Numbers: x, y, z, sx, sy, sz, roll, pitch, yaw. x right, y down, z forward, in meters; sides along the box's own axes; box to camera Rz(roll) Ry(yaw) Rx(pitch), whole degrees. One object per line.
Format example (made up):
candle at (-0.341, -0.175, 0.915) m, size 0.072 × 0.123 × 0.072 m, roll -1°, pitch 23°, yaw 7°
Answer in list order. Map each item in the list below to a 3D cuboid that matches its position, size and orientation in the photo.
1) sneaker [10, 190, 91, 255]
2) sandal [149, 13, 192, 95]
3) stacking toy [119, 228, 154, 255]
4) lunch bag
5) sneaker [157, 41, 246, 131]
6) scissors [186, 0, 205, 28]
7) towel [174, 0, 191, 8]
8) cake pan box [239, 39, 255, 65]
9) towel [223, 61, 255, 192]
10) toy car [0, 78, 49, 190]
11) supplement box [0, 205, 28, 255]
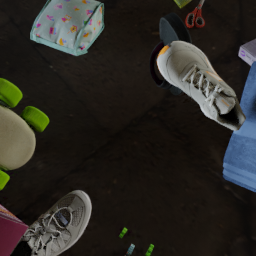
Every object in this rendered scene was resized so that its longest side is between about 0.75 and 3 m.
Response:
sneaker at (-2.025, 2.740, 6.855) m, size 1.084 × 1.190 × 2.902 m, roll 39°, pitch 74°, yaw 13°
sandal at (0.821, -1.454, 6.239) m, size 0.661 × 2.761 × 1.038 m, roll -30°, pitch 72°, yaw -1°
stacking toy at (-0.030, 3.311, 7.156) m, size 0.914 × 0.285 × 1.212 m, roll 31°, pitch 70°, yaw 9°
lunch bag at (-1.945, -3.310, 9.135) m, size 1.744 × 1.248 × 2.047 m, roll 23°, pitch 65°, yaw 7°
sneaker at (1.408, -0.711, 4.908) m, size 2.090 × 0.961 × 0.791 m, roll 34°, pitch 105°, yaw -28°
scissors at (2.501, -4.345, 10.107) m, size 0.667 × 0.127 × 1.824 m, roll 10°, pitch 71°, yaw 6°
towel at (2.278, -5.542, 10.505) m, size 2.243 × 0.255 × 1.611 m, roll -39°, pitch 75°, yaw -13°
cake pan box at (4.811, -2.357, 8.961) m, size 1.728 × 0.491 × 1.877 m, roll -28°, pitch 57°, yaw -13°
towel at (2.870, -0.010, 5.676) m, size 0.654 × 1.504 × 2.693 m, roll 7°, pitch 99°, yaw -32°
toy car at (-4.170, 0.009, 7.848) m, size 2.845 × 2.245 × 2.337 m, roll 12°, pitch 62°, yaw 35°
supplement box at (-3.998, 2.279, 6.340) m, size 2.823 × 1.457 × 1.848 m, roll 17°, pitch 67°, yaw 35°
